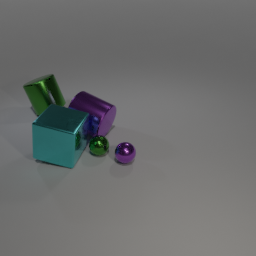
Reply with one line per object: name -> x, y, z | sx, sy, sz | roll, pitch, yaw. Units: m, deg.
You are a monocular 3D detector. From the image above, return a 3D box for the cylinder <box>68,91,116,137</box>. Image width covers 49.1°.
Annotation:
cylinder -> -1.365, -0.487, 10.542 | 1.400, 1.400, 1.400 | 26, 35, 13

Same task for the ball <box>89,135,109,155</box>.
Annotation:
ball -> -0.990, 0.593, 9.612 | 0.700, 0.700, 0.700 | 0, 29, 0

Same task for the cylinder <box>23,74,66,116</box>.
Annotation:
cylinder -> -3.643, -1.467, 12.281 | 1.400, 1.400, 1.400 | -17, 22, 7

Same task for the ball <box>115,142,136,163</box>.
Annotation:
ball -> -0.087, 0.804, 9.170 | 0.700, 0.700, 0.700 | 0, 29, 0

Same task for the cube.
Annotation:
cube -> -2.204, 0.243, 9.293 | 1.400, 1.400, 1.400 | 14, 32, 5
